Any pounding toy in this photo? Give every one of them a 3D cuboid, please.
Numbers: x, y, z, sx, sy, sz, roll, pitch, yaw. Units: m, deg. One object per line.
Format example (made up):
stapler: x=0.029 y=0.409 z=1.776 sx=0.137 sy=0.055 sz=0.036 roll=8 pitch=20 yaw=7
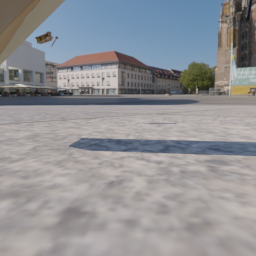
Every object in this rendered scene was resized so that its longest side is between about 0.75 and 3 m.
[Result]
pounding toy: x=-2.903 y=-3.172 z=10.089 sx=0.779 sy=0.447 sz=0.446 roll=-20 pitch=5 yaw=-5

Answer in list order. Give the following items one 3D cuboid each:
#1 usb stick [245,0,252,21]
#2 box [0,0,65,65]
usb stick: x=3.861 y=-3.802 z=8.928 sx=0.132 sy=0.807 sz=0.224 roll=8 pitch=-12 yaw=22
box: x=-2.251 y=-2.595 z=5.356 sx=2.880 sy=1.367 sz=1.119 roll=-44 pitch=6 yaw=5
